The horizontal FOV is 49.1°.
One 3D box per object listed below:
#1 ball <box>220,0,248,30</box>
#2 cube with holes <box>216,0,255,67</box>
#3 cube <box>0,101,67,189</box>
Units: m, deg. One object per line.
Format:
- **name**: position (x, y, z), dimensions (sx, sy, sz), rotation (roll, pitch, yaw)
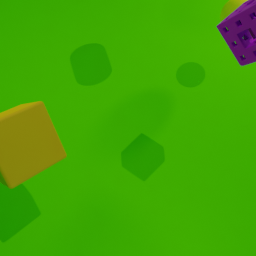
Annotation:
- **ball**: position (2.637, -2.700, 6.721), dimensions (0.818, 0.818, 0.818), rotation (0, 72, 0)
- **cube with holes**: position (2.009, -1.539, 4.206), dimensions (0.767, 0.767, 0.767), rotation (-42, 103, -20)
- **cube**: position (-1.809, 0.231, 4.578), dimensions (1.004, 1.004, 1.004), rotation (-31, 109, -34)
